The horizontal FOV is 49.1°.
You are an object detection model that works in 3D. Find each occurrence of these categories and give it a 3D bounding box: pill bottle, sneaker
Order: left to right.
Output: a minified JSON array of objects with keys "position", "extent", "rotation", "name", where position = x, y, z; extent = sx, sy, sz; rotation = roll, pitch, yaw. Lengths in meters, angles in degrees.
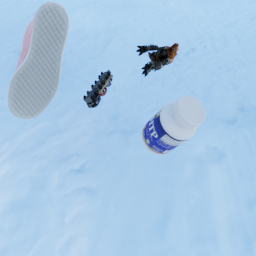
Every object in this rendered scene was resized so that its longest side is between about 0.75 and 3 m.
[{"position":[-2.105,-1.586,6.687],"extent":[1.007,2.676,1.399],"rotation":[16,14,-24],"name":"sneaker"},{"position":[0.946,-0.052,5.933],"extent":[0.853,1.426,0.853],"rotation":[12,60,-21],"name":"pill bottle"}]

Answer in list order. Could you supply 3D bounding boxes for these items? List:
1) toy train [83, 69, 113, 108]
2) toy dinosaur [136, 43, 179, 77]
[{"position":[-0.580,-0.847,5.962],"extent":[0.265,0.356,1.553],"rotation":[-13,28,20],"name":"toy train"},{"position":[0.738,-1.670,6.419],"extent":[0.927,1.365,0.697],"rotation":[-13,67,-21],"name":"toy dinosaur"}]
